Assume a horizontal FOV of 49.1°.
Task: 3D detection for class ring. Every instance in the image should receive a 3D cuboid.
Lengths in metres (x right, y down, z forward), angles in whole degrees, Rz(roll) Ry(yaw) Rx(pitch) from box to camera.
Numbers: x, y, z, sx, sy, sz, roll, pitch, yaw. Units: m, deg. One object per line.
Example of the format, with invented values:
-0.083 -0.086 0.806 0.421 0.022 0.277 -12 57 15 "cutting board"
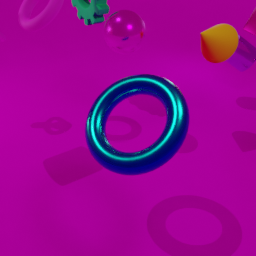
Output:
-2.160 -3.029 6.929 1.451 0.290 1.451 -13 63 27 "ring"
0.110 -0.105 4.718 1.837 0.367 1.837 -9 63 19 "ring"

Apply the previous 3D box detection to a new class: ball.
-0.073 -2.257 6.634 1.008 1.008 1.008 0 38 0 "ball"

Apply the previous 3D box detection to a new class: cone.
1.926 -2.087 6.548 0.963 0.959 0.959 2 27 -48 "cone"

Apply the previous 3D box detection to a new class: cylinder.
3.566 -2.377 8.947 0.850 0.850 0.850 33 39 -10 "cylinder"

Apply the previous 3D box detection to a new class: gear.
-1.151 -3.981 8.057 0.349 1.889 1.889 -22 43 -28 "gear"

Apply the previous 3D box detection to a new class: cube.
3.910 -2.884 7.742 0.834 0.834 0.834 -4 41 -43 "cube"

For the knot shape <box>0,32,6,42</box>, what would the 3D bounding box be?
-3.816 -2.604 7.380 1.163 1.243 0.574 20 49 -38 "knot shape"
